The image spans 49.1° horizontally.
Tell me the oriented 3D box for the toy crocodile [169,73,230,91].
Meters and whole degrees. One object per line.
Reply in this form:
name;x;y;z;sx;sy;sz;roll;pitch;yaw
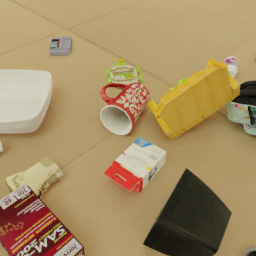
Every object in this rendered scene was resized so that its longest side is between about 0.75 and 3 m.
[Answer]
toy crocodile;2.828;-1.695;10.982;2.672;0.825;0.902;-21;9;-17

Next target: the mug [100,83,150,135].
mug;-0.048;-0.901;9.632;1.184;1.576;1.775;6;38;30

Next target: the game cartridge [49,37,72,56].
game cartridge;-3.291;-4.036;13.712;0.999;0.296;1.541;0;44;-6

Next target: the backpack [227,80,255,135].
backpack;4.426;-0.733;9.219;2.188;1.647;1.942;16;43;42

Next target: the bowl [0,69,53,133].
bowl;-4.149;-0.841;9.861;2.892;1.081;2.896;0;44;0

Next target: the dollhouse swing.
dollhouse swing;1.761;-1.277;8.737;2.597;2.283;2.360;-35;46;11

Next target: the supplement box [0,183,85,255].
supplement box;-2.067;2.334;6.085;2.139;0.651;1.164;36;53;25

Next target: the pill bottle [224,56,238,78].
pill bottle;4.360;-2.531;11.922;0.609;0.609;1.085;13;46;13

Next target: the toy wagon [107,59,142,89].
toy wagon;-0.189;-2.323;11.891;1.392;0.355;1.794;-5;44;-6

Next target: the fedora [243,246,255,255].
fedora;3.023;3.077;6.208;0.441;0.863;0.976;1;51;-48

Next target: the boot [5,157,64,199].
boot;-2.341;1.651;7.636;1.415;0.662;1.820;-31;48;-27

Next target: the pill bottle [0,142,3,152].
pill bottle;-4.602;0.669;8.547;1.333;0.747;0.747;-18;47;-18

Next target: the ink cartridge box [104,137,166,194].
ink cartridge box;0.222;1.156;8.160;1.016;0.588;1.749;29;51;26

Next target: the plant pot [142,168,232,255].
plant pot;1.429;2.203;6.524;1.401;1.576;1.579;30;51;15
